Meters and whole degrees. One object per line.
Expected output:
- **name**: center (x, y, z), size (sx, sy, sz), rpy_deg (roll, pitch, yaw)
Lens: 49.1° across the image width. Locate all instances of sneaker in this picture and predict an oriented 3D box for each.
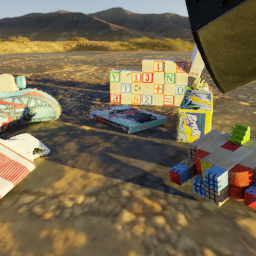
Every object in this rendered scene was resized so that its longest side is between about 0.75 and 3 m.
- **sneaker**: center (-2.242, 0.552, 5.432), size (0.754, 0.641, 1.705), rpy_deg (20, 24, 20)
- **sneaker**: center (-3.297, -0.322, 7.749), size (2.825, 1.120, 1.349), rpy_deg (2, 45, -15)

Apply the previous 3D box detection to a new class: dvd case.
- **dvd case**: center (-0.082, -0.335, 8.576), size (1.527, 0.230, 2.092), rpy_deg (-15, 23, -38)

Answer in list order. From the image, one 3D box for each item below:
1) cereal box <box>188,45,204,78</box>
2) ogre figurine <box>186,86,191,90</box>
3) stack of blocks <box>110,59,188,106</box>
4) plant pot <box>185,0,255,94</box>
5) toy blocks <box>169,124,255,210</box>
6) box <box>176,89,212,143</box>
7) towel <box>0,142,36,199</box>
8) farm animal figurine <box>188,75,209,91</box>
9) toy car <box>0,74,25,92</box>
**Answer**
- **cereal box**: center (2.703, -3.121, 9.642), size (0.462, 2.337, 1.681), rpy_deg (17, 48, 4)
- **ogre figurine**: center (2.108, -1.554, 11.747), size (1.247, 0.612, 0.748), rpy_deg (-5, 31, 35)
- **stack of blocks**: center (0.778, -1.757, 10.601), size (2.843, 1.637, 0.833), rpy_deg (2, 18, 9)
- **plant pot**: center (2.596, -2.665, 6.548), size (2.436, 2.430, 2.161), rpy_deg (-25, -34, 36)
- **toy blocks**: center (1.648, 0.690, 4.664), size (1.396, 1.021, 2.043), rpy_deg (-26, 29, -31)
- **box**: center (1.875, -0.397, 7.698), size (0.813, 0.886, 2.530), rpy_deg (5, 19, 15)
- **towel**: center (-2.455, 0.736, 4.354), size (1.242, 0.196, 1.724), rpy_deg (30, 34, 8)
- **farm animal figurine**: center (2.625, -1.862, 12.272), size (1.790, 0.900, 1.446), rpy_deg (27, 4, 10)
- **toy car**: center (-4.393, -1.217, 10.355), size (1.292, 1.239, 1.401), rpy_deg (-4, -9, -10)
